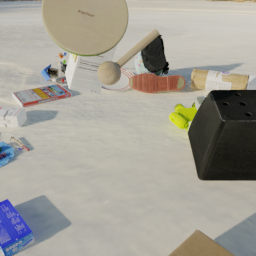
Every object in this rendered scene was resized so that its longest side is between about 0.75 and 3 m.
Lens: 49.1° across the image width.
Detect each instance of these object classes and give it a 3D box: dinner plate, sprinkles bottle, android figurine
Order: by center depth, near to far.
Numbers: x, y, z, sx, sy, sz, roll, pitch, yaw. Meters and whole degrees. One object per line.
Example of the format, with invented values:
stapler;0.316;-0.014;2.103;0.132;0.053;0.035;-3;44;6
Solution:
android figurine;2.608;-0.298;9.668;2.222;0.501;2.441;-7;27;-13
sprinkles bottle;4.229;-2.010;12.366;2.791;0.952;0.952;12;30;22
dinner plate;-0.663;-2.284;13.241;2.041;0.247;2.041;4;43;-4

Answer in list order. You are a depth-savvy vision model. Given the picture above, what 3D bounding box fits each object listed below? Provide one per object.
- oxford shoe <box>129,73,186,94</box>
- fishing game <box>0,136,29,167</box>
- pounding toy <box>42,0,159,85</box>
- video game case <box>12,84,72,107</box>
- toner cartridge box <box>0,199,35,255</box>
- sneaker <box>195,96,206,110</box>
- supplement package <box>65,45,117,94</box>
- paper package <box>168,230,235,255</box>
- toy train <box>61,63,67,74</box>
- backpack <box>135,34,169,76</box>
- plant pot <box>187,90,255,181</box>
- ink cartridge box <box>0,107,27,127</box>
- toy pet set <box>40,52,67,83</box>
oxford shoe;1.301;-1.972;12.673;2.508;0.888;0.926;5;6;7
fishing game;-3.962;0.723;7.955;1.425;0.309;1.989;26;37;35
pounding toy;-0.619;-1.794;5.197;1.480;1.917;0.890;-48;5;-9
video game case;-3.732;-1.447;12.121;2.137;0.186;1.528;-18;32;-29
toner cartridge box;-2.441;1.968;5.625;0.598;0.272;1.258;-24;36;-35
sneaker;2.939;-0.696;9.579;0.748;0.539;1.431;4;18;-23
supplement package;-0.907;-1.663;6.659;0.789;1.440;0.819;6;36;-26
paper package;1.181;2.476;4.184;1.353;0.735;1.420;-23;36;-36
toy train;-2.798;-2.830;14.457;0.670;0.499;2.927;-2;25;-30
backpack;1.063;-3.146;13.330;1.406;1.853;2.221;-6;-9;-3
plant pot;2.757;0.077;7.269;1.952;1.736;1.957;0;41;1
ink cartridge box;-4.232;-0.382;9.850;1.067;0.442;0.781;1;28;2
toy pet set;-3.644;-2.880;13.553;0.781;1.470;1.372;7;-7;-34
